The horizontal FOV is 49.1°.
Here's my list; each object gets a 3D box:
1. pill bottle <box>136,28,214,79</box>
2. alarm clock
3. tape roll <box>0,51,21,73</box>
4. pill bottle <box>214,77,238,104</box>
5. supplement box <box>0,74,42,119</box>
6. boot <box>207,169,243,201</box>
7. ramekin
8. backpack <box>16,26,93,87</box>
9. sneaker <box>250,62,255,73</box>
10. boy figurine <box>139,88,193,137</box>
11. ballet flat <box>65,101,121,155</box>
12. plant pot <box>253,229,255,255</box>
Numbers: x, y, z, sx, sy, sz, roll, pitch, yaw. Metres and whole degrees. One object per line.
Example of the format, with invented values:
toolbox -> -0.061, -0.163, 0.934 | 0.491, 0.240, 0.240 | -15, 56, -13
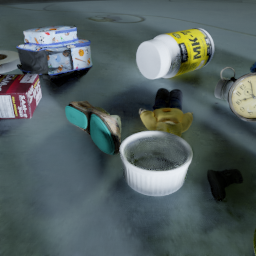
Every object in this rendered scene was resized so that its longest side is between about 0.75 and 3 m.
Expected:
pill bottle -> 1.761, -2.752, 10.430 | 2.761, 1.578, 1.578 | -23, 38, -33
alarm clock -> 3.147, -0.914, 7.270 | 1.841, 1.242, 0.613 | 47, 23, 13
tape roll -> -5.495, -2.722, 11.530 | 2.130, 0.389, 2.130 | 1, 31, 0
pill bottle -> 3.347, -0.992, 8.195 | 0.834, 0.834, 1.459 | -27, 39, -37
supplement box -> -4.070, -0.933, 8.099 | 2.752, 0.838, 1.497 | -1, 31, -4
boot -> 1.888, 1.046, 5.297 | 0.616, 0.310, 0.824 | 1, 30, 2
ramekin -> 0.530, 0.688, 5.539 | 1.394, 0.679, 1.394 | 1, 31, 0
backpack -> -2.574, -2.753, 10.282 | 2.402, 1.943, 2.522 | -14, 29, -41
sneaker -> 5.546, -1.831, 9.629 | 1.514, 1.091, 2.882 | -29, 34, -19
boy figurine -> 0.959, -0.289, 7.162 | 1.408, 0.730, 2.265 | 7, 29, 7
ballet flat -> -0.675, -0.151, 6.863 | 0.822, 0.832, 2.445 | -14, 34, -34
plant pot -> 3.027, 1.032, 3.451 | 2.321, 2.235, 2.321 | -1, 31, 0
